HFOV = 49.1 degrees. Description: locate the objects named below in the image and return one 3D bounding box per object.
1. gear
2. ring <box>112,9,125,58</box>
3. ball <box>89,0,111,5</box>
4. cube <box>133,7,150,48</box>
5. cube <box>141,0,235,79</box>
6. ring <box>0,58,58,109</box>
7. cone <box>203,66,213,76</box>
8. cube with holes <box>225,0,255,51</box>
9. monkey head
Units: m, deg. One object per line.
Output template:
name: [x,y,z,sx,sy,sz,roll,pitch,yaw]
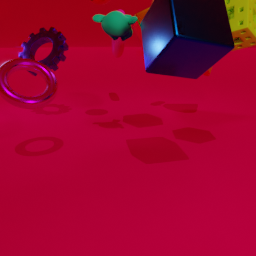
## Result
gear: [-2.798,-2.533,9.266,1.685,1.685,0.312,7,-16,21]
ring: [-0.377,-3.749,11.196,0.366,1.832,1.832,1,17,-10]
ball: [-0.762,-3.750,7.451,0.872,0.872,0.872,0,18,0]
cube: [0.803,-2.548,7.311,0.996,0.996,0.996,-25,0,-1]
cube: [0.976,-1.651,4.920,1.116,1.116,1.116,3,-20,-21]
ring: [-2.111,-0.949,5.898,1.264,0.253,1.264,13,56,-20]
cone: [2.764,-2.863,9.612,1.522,1.527,1.522,43,6,-6]
cube with holes: [2.207,-2.158,5.769,0.803,0.803,0.803,-3,-12,42]
monkey head: [-0.220,-2.558,6.730,1.150,0.827,0.693,13,-19,22]
